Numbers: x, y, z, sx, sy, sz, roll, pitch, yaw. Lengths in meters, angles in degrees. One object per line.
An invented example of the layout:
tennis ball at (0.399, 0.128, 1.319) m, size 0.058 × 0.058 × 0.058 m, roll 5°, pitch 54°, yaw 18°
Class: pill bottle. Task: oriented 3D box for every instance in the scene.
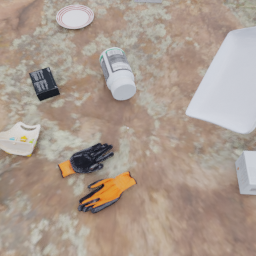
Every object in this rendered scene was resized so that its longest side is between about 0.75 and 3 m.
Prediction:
pill bottle at (-0.356, -1.931, 10.013) m, size 1.008 × 1.008 × 1.782 m, roll -13°, pitch 59°, yaw -8°

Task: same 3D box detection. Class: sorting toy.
sorting toy at (-3.329, 0.259, 8.902) m, size 1.238 × 0.661 × 1.115 m, roll 8°, pitch 50°, yaw 6°

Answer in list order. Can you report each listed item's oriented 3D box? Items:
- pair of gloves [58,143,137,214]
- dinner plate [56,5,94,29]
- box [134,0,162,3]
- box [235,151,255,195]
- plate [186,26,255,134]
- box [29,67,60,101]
pair of gloves at (-0.947, 1.419, 8.343) m, size 1.819 × 0.252 × 2.042 m, roll -28°, pitch 59°, yaw -15°
dinner plate at (-2.331, -4.878, 12.380) m, size 1.648 × 0.200 × 1.648 m, roll -1°, pitch 57°, yaw 1°
box at (0.931, -6.050, 13.087) m, size 1.304 × 0.270 × 0.252 m, roll 2°, pitch 58°, yaw 2°
box at (3.560, 1.294, 8.087) m, size 0.552 × 0.790 × 1.038 m, roll 3°, pitch 58°, yaw 2°
plate at (2.628, -1.165, 6.487) m, size 0.414 × 2.558 × 2.564 m, roll 27°, pitch 93°, yaw -21°
box at (-3.026, -1.605, 10.147) m, size 0.788 × 0.440 × 1.117 m, roll -22°, pitch 60°, yaw -10°
